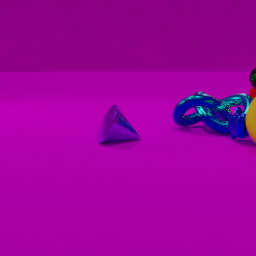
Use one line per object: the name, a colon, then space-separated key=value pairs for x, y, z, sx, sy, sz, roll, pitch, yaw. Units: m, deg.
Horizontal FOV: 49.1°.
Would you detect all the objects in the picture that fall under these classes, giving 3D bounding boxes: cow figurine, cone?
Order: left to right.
cone: x=-0.079 y=0.075 z=6.111 sx=0.896 sy=0.892 sz=0.892 roll=24 pitch=5 yaw=-19
cow figurine: x=2.902 y=-0.021 z=5.985 sx=1.359 sy=0.746 sz=1.337 roll=-2 pitch=13 yaw=-34

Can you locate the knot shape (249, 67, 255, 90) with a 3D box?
knot shape: x=3.914 y=-0.867 z=7.324 sx=0.929 sy=2.010 sz=1.881 roll=-32 pitch=7 yaw=11

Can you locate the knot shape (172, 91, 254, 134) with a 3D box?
knot shape: x=2.276 y=-0.421 z=7.102 sx=1.985 sy=0.917 sz=1.858 roll=-9 pitch=15 yaw=-43

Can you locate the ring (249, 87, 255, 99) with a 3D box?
ring: x=4.567 y=-1.031 z=9.221 sx=1.153 sy=1.153 sz=0.231 roll=15 pitch=62 yaw=50

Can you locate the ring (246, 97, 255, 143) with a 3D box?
ring: x=3.086 y=-0.167 z=5.116 sx=1.727 sy=0.345 sz=1.727 roll=-12 pitch=51 yaw=16
